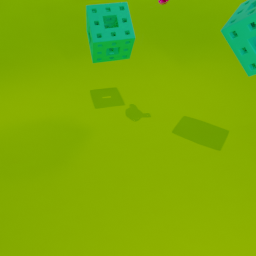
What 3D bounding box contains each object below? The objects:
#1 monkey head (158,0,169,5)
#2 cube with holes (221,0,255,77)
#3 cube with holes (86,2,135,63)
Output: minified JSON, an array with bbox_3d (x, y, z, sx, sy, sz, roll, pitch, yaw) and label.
[{"bbox_3d":[0.753,-2.734,4.740,0.802,1.115,0.672,-2,6,-9],"label":"monkey head"},{"bbox_3d":[2.444,-1.698,4.775,1.010,1.010,1.010,-13,32,54],"label":"cube with holes"},{"bbox_3d":[-0.488,-2.457,7.306,1.037,1.037,1.037,-9,77,-10],"label":"cube with holes"}]
